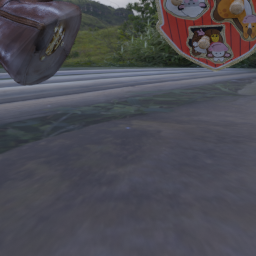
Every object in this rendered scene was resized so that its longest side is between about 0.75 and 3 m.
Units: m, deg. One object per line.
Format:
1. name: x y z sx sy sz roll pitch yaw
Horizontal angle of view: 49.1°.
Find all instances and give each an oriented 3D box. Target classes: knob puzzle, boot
1. knob puzzle: 1.993 -2.413 6.694 3.171 3.171 0.440 7 55 25
2. boot: -1.231 -1.787 4.105 0.800 2.321 2.491 36 -6 -41
